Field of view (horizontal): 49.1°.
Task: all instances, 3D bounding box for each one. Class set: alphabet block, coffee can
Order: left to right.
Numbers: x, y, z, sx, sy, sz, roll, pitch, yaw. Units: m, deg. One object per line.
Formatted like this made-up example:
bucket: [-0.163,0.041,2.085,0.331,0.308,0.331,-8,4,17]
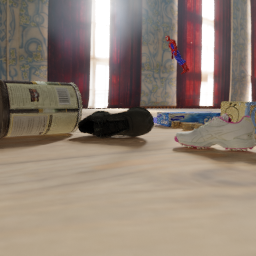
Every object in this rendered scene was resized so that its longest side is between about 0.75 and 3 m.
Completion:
coffee can: [-2.847,-0.613,8.729,2.331,1.706,1.706,-3,6,-36]
alphabet block: [3.975,-0.377,9.610,1.102,1.096,1.122,-1,4,-29]

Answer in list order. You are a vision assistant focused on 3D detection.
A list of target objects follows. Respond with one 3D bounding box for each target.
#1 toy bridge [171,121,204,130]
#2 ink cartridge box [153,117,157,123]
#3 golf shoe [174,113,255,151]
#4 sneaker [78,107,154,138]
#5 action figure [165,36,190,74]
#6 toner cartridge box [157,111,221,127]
toy bridge: [2.407,-0.069,10.711,0.657,0.266,1.953,-1,5,-20]
ink cartridge box: [0.414,-0.406,14.003,1.695,0.344,1.692,-1,5,-10]
golf shoe: [1.899,0.075,6.222,1.754,0.803,0.660,1,6,24]
sneaker: [-0.404,-0.054,8.211,2.435,0.925,1.105,-5,11,32]
action figure: [2.019,-3.104,11.790,0.441,1.706,0.558,-25,2,-4]
toner cartridge box: [2.863,-0.442,12.931,2.796,0.604,1.328,-2,5,-18]
